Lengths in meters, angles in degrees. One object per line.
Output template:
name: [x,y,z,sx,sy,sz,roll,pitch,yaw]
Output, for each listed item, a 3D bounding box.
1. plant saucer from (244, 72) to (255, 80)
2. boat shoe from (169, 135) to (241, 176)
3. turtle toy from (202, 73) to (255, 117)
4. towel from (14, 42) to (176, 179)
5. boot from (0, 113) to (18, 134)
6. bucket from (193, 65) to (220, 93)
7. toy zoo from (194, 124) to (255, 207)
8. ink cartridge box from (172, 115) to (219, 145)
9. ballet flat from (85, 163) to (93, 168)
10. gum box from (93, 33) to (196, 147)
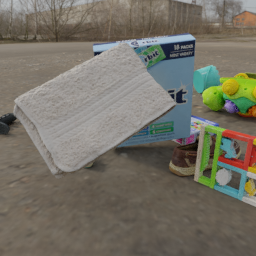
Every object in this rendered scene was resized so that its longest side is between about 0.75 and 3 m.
plant saucer: [5.429,-1.384,11.575,1.814,0.435,1.817,17,68,36]
boat shoe: [2.033,0.534,7.112,2.250,0.810,0.812,-11,24,-25]
turtle toy: [4.288,-1.226,10.742,2.882,1.456,2.100,14,25,32]
towel: [-0.600,-0.415,5.166,2.609,1.729,0.450,-34,-11,-14]
boot: [-4.178,-0.180,9.614,1.011,0.403,1.226,7,18,13]
bucket: [3.910,-2.401,14.050,0.886,1.362,1.362,-15,24,-11]
toy zoo: [2.358,0.816,5.621,2.098,1.376,0.215,18,25,40]
ink cartridge box: [2.066,0.007,9.098,1.950,0.409,1.164,-13,25,-34]
ballet flat: [-1.096,0.633,7.452,0.408,0.408,1.174,-5,22,-12]
gum box: [0.465,-0.873,7.323,2.390,2.813,0.627,-7,34,-4]
